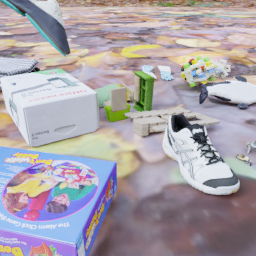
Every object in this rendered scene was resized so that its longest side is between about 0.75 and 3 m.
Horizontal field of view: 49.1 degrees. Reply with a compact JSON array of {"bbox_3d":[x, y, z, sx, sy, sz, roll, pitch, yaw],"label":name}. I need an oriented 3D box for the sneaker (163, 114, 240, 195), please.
[{"bbox_3d":[1.286,0.407,5.324,0.776,0.899,2.052,-11,31,-24],"label":"sneaker"}]

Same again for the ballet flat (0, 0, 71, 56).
[{"bbox_3d":[-2.357,-3.056,7.114,2.812,1.027,1.027,40,36,2],"label":"ballet flat"}]

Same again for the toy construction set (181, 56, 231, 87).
[{"bbox_3d":[2.758,-2.139,10.064,1.466,1.030,2.236,-9,8,41],"label":"toy construction set"}]

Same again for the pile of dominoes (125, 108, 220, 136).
[{"bbox_3d":[1.057,-0.139,7.135,1.967,0.313,1.533,-6,19,-24],"label":"pile of dominoes"}]

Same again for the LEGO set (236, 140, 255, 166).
[{"bbox_3d":[2.756,0.447,5.890,0.670,0.293,1.032,20,33,33],"label":"LEGO set"}]

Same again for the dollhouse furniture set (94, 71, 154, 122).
[{"bbox_3d":[-0.389,-1.167,8.144,1.395,1.068,2.129,-13,30,-24],"label":"dollhouse furniture set"}]

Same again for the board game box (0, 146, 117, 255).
[{"bbox_3d":[-1.658,1.069,4.364,2.616,0.586,1.759,7,28,13],"label":"board game box"}]

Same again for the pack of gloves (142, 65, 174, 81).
[{"bbox_3d":[1.130,-2.086,10.933,1.174,0.276,1.397,6,33,-5],"label":"pack of gloves"}]

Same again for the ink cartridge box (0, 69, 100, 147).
[{"bbox_3d":[-2.042,-0.662,7.213,1.780,1.025,2.439,-17,32,-29],"label":"ink cartridge box"}]

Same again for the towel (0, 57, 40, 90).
[{"bbox_3d":[-4.215,-1.870,9.530,2.051,0.878,1.699,8,23,15],"label":"towel"}]

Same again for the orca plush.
[{"bbox_3d":[3.012,-0.916,8.421,2.023,0.719,1.064,-13,74,-15],"label":"orca plush"}]
